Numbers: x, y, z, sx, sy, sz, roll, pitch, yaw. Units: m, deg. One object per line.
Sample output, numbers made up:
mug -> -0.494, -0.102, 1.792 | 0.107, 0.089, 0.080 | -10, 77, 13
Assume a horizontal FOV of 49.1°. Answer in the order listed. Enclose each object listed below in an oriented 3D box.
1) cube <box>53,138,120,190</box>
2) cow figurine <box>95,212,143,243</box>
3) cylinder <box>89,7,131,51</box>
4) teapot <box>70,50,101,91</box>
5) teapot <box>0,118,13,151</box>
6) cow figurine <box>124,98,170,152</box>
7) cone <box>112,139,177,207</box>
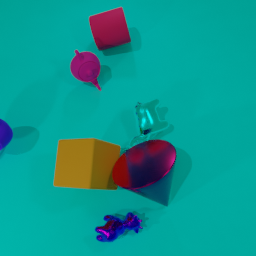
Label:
cube -> -0.999, 0.931, 7.038 | 1.153, 1.153, 1.153 | -4, 76, 32
cow figurine -> -0.192, 2.436, 6.838 | 0.978, 0.545, 0.994 | 2, 18, 24
cylinder -> -0.588, -3.309, 9.401 | 1.151, 1.151, 1.151 | -15, 63, 5
teapot -> -1.260, -1.816, 8.764 | 0.968, 1.557, 0.762 | -33, 45, -2
teapot -> -3.637, 0.258, 7.402 | 1.052, 1.691, 0.828 | 11, 52, -8
cow figurine -> 0.424, -0.002, 7.937 | 1.496, 0.835, 1.520 | -22, 92, -26
cone -> 0.689, 1.424, 6.948 | 1.631, 1.637, 1.631 | -21, 29, 13
